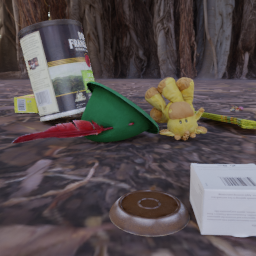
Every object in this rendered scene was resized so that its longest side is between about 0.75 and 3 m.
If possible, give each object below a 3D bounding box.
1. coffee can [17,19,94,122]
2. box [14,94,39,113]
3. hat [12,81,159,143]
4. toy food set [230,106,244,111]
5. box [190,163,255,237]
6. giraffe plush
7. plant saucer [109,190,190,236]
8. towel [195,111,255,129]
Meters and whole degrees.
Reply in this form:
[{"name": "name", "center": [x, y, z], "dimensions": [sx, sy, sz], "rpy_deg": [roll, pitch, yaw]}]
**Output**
[{"name": "coffee can", "center": [-2.155, -1.769, 9.011], "dimensions": [2.018, 2.758, 2.018], "rpy_deg": [-13, 7, 2]}, {"name": "box", "center": [-3.770, -1.105, 11.866], "dimensions": [0.968, 0.645, 2.573], "rpy_deg": [1, 12, 6]}, {"name": "hat", "center": [-0.780, 0.253, 6.480], "dimensions": [2.334, 2.054, 1.933], "rpy_deg": [33, -10, 4]}, {"name": "toy food set", "center": [4.595, -0.819, 11.801], "dimensions": [0.496, 0.123, 0.781], "rpy_deg": [6, 14, 27]}, {"name": "box", "center": [1.194, 0.795, 3.262], "dimensions": [0.830, 0.545, 0.834], "rpy_deg": [1, 12, 3]}, {"name": "giraffe plush", "center": [1.237, -0.310, 6.966], "dimensions": [1.446, 1.676, 1.359], "rpy_deg": [-30, 22, 17]}, {"name": "plant saucer", "center": [0.257, 0.971, 3.400], "dimensions": [0.969, 0.155, 0.969], "rpy_deg": [0, 11, 0]}, {"name": "towel", "center": [3.036, -0.225, 8.390], "dimensions": [1.135, 0.238, 2.637], "rpy_deg": [9, 6, -18]}]
